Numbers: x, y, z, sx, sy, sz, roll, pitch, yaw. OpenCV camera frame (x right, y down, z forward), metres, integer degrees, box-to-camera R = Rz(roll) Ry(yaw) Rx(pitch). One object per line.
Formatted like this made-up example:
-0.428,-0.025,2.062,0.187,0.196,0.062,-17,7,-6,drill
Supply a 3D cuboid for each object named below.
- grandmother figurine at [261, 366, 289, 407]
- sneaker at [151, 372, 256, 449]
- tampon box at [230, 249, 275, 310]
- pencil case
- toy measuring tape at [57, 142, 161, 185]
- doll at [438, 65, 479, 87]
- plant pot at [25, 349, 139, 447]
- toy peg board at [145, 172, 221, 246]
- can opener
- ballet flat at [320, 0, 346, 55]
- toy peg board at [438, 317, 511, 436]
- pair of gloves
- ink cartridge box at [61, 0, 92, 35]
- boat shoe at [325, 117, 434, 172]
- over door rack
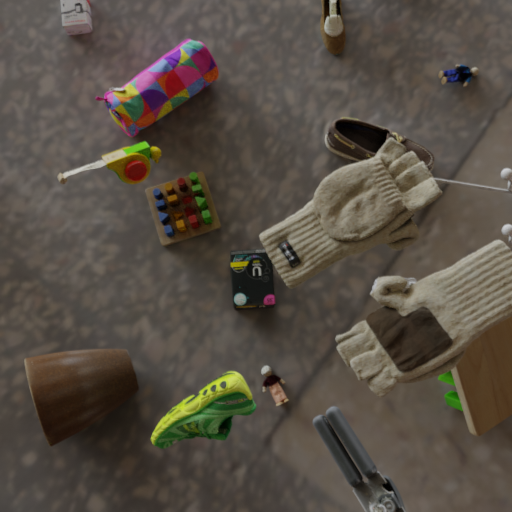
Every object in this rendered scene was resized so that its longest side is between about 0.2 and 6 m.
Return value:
0.331,2.590,11.219,0.491,0.245,0.809,-17,74,-32,grandmother figurine
-0.836,2.530,8.490,2.000,0.741,0.836,-36,91,27,sneaker
-0.078,0.490,11.402,0.849,0.715,1.133,-4,78,-1,tampon box
-2.065,-3.626,12.060,2.585,1.142,1.142,-36,80,-10,pencil case
-2.376,-1.384,9.349,1.723,0.634,0.634,-24,79,-15,toy measuring tape
4.596,-4.065,12.620,0.889,0.216,0.607,-14,71,-9,doll
-3.222,2.462,10.645,1.804,1.686,1.686,-17,78,-19,plant pot
-1.569,-1.069,11.769,1.314,0.646,1.320,-18,78,-4,toy peg board
1.462,2.948,7.795,0.473,0.593,1.775,-38,70,14,can opener
1.747,-5.451,12.708,0.571,0.609,1.685,-1,78,4,ballet flat
4.396,1.962,10.826,2.055,1.010,2.064,-24,103,-20,toy peg board
2.159,0.194,9.009,3.047,0.628,3.584,-40,75,10,pair of gloves
-4.132,-5.557,12.870,0.593,0.341,0.817,-8,78,-2,ink cartridge box
2.686,-2.336,11.993,2.425,0.722,0.871,19,79,4,boat shoe
4.441,-0.428,11.384,3.491,1.163,2.579,5,77,1,over door rack
